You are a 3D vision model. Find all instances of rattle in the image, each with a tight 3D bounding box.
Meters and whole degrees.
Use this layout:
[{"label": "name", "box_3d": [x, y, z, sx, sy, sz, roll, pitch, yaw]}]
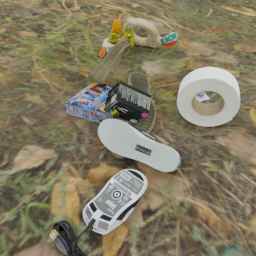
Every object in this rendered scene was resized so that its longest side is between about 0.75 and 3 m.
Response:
[{"label": "rattle", "box_3d": [0.942, -4.028, 13.714, 2.804, 1.826, 2.003, 23, 56, -15]}, {"label": "rattle", "box_3d": [-0.815, -4.415, 13.930, 1.137, 1.248, 1.747, 39, 47, 9]}]

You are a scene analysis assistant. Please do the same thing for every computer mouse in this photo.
[{"label": "computer mouse", "box_3d": [-0.553, 2.277, 7.382, 1.601, 0.640, 2.919, 30, 57, 34]}]

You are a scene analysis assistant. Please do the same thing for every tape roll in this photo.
[{"label": "tape roll", "box_3d": [2.784, -1.034, 9.732, 2.104, 2.104, 0.736, 9, 44, 9]}]

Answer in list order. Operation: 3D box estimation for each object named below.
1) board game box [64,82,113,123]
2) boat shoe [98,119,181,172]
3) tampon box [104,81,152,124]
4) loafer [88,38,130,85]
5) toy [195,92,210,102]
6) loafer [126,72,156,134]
[{"label": "board game box", "box_3d": [-1.075, -0.878, 10.639, 1.877, 0.579, 1.878, 27, 49, 25]}, {"label": "boat shoe", "box_3d": [0.336, 0.606, 8.915, 2.859, 0.910, 1.011, 28, 90, 19]}, {"label": "tampon box", "box_3d": [-0.005, -0.799, 9.008, 1.204, 0.902, 0.760, 22, 62, -22]}, {"label": "loafer", "box_3d": [-0.632, -2.550, 10.829, 0.725, 2.150, 0.817, 42, 13, -13]}, {"label": "toy", "box_3d": [2.924, -1.483, 11.544, 0.529, 0.217, 0.919, -16, 46, -15]}, {"label": "loafer", "box_3d": [0.426, -0.780, 10.346, 1.040, 0.939, 2.749, 4, 59, -5]}]
